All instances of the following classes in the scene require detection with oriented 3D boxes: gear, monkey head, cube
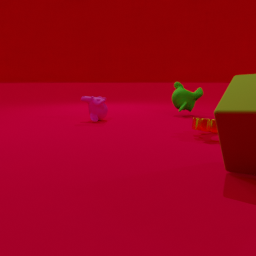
[{"bbox_3d":[2.406,-0.030,6.901,1.592,0.294,1.592,6,4,0],"label":"gear"},{"bbox_3d":[-1.170,-0.682,9.648,0.960,0.804,1.335,9,18,-1],"label":"monkey head"},{"bbox_3d":[2.269,-1.220,10.876,0.935,1.551,1.116,22,-45,-26],"label":"monkey head"},{"bbox_3d":[2.034,-0.064,4.062,1.111,1.111,1.111,3,37,36],"label":"cube"}]
